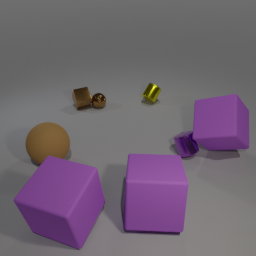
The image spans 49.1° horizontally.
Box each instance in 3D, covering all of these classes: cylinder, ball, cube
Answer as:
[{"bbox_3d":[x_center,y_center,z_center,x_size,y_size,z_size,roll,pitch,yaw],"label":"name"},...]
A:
[{"bbox_3d":[1.119,-1.660,13.307,0.700,0.700,0.700,25,81,36],"label":"cylinder"},{"bbox_3d":[1.988,0.542,9.545,0.700,0.700,0.700,-19,8,3],"label":"cylinder"},{"bbox_3d":[-1.349,-1.269,12.908,0.700,0.700,0.700,0,30,0],"label":"ball"},{"bbox_3d":[-1.536,1.744,6.704,1.400,1.400,1.400,11,44,19],"label":"cube"},{"bbox_3d":[-2.093,-1.348,12.727,0.700,0.700,0.700,-17,71,-21],"label":"cube"},{"bbox_3d":[-2.604,0.508,9.142,1.400,1.400,1.400,0,30,0],"label":"ball"},{"bbox_3d":[3.100,-0.127,9.273,1.400,1.400,1.400,-7,-23,37],"label":"cube"},{"bbox_3d":[0.661,1.583,7.065,1.400,1.400,1.400,2,21,2],"label":"cube"}]
